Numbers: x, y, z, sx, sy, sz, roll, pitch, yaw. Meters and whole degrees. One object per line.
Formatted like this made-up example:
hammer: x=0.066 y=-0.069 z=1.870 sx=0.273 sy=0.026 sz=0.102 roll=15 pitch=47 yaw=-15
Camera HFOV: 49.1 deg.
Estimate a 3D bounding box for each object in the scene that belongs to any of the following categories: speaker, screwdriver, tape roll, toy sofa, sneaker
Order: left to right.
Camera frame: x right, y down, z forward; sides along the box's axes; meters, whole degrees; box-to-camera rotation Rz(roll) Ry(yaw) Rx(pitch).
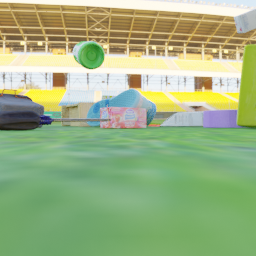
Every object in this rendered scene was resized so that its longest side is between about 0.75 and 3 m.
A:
screwdriver: x=-1.269 y=-0.118 z=5.218 sx=0.367 sy=0.352 sz=2.523 roll=-37 pitch=-23 yaw=32
toy sofa: x=-1.863 y=-0.529 z=11.428 sx=1.125 sy=0.955 sz=2.306 roll=-2 pitch=2 yaw=-30
speaker: x=-1.240 y=-2.269 z=8.671 sx=0.851 sy=0.851 sz=1.924 roll=0 pitch=17 yaw=-16
sneaker: x=-0.118 y=-0.349 z=8.354 sx=2.182 sy=0.868 sz=1.424 roll=-14 pitch=-26 yaw=40
tape roll: x=2.910 y=-0.249 z=7.947 sx=1.494 sy=0.490 sz=1.494 roll=0 pitch=0 yaw=0

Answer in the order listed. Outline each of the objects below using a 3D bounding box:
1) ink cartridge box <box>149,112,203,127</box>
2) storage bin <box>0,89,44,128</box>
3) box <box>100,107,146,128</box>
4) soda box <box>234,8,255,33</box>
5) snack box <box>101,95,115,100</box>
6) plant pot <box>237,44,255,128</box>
ink cartridge box: x=1.957 y=-0.345 z=11.345 sx=2.481 sy=0.586 sz=1.986 roll=2 pitch=2 yaw=23
storage bin: x=-3.021 y=-0.462 z=7.498 sx=1.021 sy=1.107 sz=1.521 roll=14 pitch=9 yaw=39
box: x=-0.104 y=-0.237 z=6.767 sx=1.042 sy=0.493 sz=0.535 roll=-1 pitch=1 yaw=-36
soda box: x=3.894 y=-3.205 z=7.847 sx=1.622 sy=0.516 sz=0.552 roll=-19 pitch=15 yaw=6
snack box: x=-0.438 y=-0.842 z=13.893 sx=1.776 sy=1.497 sz=0.601 roll=0 pitch=1 yaw=-10
plant pot: x=3.496 y=-0.812 z=5.988 sx=1.616 sy=1.772 sz=1.781 roll=9 pitch=7 yaw=43
